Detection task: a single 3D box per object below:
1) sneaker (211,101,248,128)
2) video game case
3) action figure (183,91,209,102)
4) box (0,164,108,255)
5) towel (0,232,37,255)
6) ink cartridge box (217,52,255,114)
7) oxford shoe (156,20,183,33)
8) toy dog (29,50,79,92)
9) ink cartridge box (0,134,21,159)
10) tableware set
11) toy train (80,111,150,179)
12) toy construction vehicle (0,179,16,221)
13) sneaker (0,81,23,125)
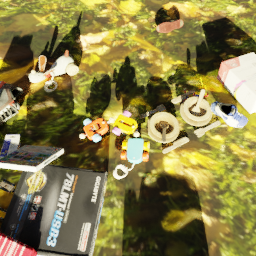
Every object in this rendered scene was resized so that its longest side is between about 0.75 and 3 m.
[{"bbox_3d":[3.684,-0.462,9.957,1.421,0.821,0.574,30,90,-9],"label":"sneaker"},{"bbox_3d":[-3.107,0.929,8.889,1.597,0.189,1.454,3,20,21],"label":"video game case"},{"bbox_3d":[2.629,-1.328,11.065,1.088,0.539,0.355,-24,31,-14],"label":"action figure"},{"bbox_3d":[-2.100,2.381,8.214,2.609,0.653,2.629,6,54,6],"label":"box"},{"bbox_3d":[-3.749,3.538,7.224,2.524,0.284,1.825,18,78,14],"label":"towel"},{"bbox_3d":[5.056,-1.639,11.034,1.636,0.948,2.810,-19,54,-14],"label":"ink cartridge box"},{"bbox_3d":[2.042,-5.107,14.043,1.403,0.494,0.525,-14,29,-10],"label":"oxford shoe"},{"bbox_3d":[-3.077,-2.609,11.716,1.398,1.021,2.120,33,60,22],"label":"toy dog"},{"bbox_3d":[-4.083,0.729,9.719,0.535,0.209,1.129,-1,55,0],"label":"ink cartridge box"},{"bbox_3d":[1.935,-0.396,10.167,2.715,0.544,1.795,-26,67,-18],"label":"tableware set"},{"bbox_3d":[-0.375,0.494,9.649,1.918,0.710,2.554,-34,64,-6],"label":"toy train"},{"bbox_3d":[-3.964,2.142,8.572,1.276,0.449,1.111,17,66,16],"label":"toy construction vehicle"},{"bbox_3d":[-4.624,-0.722,10.350,1.091,1.027,2.664,7,54,-3],"label":"sneaker"}]
